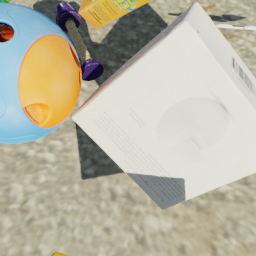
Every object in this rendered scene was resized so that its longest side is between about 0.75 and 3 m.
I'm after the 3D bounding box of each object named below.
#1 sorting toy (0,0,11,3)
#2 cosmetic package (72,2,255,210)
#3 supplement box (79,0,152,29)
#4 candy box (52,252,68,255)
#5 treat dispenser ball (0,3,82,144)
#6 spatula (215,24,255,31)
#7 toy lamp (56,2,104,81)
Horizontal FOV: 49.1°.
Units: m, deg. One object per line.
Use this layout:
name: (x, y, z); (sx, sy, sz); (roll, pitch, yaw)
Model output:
sorting toy: (-2.322, -2.025, 6.532); (0.893, 2.594, 0.900); (-39, 65, -2)
cosmetic package: (0.967, -0.266, 5.404); (2.740, 2.749, 1.690); (47, 34, -13)
supplement box: (-0.196, -2.840, 6.018); (1.866, 0.621, 0.642); (-12, 54, 39)
candy box: (0.168, 2.480, 3.689); (2.596, 1.327, 0.343); (5, 32, 25)
treat dispenser ball: (-2.071, -0.933, 5.071); (2.443, 2.443, 2.443); (0, 65, 0)
spatula: (3.321, -2.267, 6.322); (2.517, 0.202, 1.750); (-12, 26, -37)
toy lamp: (-1.392, -2.427, 7.606); (0.743, 0.743, 2.554); (-20, 66, -9)
